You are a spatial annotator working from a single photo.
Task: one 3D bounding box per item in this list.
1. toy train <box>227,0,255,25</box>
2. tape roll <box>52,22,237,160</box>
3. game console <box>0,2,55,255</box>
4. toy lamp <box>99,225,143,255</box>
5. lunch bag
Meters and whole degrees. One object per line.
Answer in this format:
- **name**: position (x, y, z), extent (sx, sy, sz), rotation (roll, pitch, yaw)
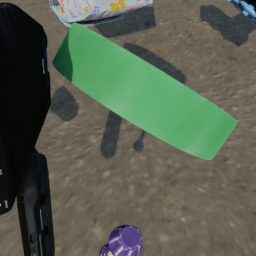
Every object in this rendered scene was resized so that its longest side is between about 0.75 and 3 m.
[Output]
- **toy train**: position (3.146, -2.926, 6.619), extent (2.115, 0.917, 1.208), rotation (53, 27, 17)
- **tape roll**: position (0.188, -0.409, 3.103), extent (2.009, 2.009, 0.483), rotation (37, 101, 28)
- **game console**: position (-0.871, 0.445, 2.345), extent (0.330, 2.734, 1.613), rotation (0, 25, -7)
- **toy lamp**: position (-0.077, 1.155, 2.688), extent (0.313, 1.076, 0.313), rotation (5, 58, -8)
- **lunch bag**: position (-0.653, -2.843, 5.965), extent (1.585, 1.188, 1.869), rotation (-25, 26, -28)
